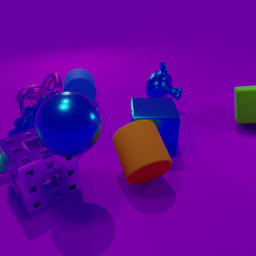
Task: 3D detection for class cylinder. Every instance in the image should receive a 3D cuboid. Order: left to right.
[{"bbox_3d":[-1.681,-1.392,9.758,1.090,1.090,1.090,-6,29,-9],"label":"cylinder"},{"bbox_3d":[0.309,0.556,6.370,1.084,1.084,1.084,-12,60,-19],"label":"cylinder"}]

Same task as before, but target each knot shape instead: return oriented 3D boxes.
[{"bbox_3d":[-2.794,-1.119,9.190,1.659,0.819,1.773,-35,7,18],"label":"knot shape"}]

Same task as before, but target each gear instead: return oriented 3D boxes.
[{"bbox_3d":[-2.325,-0.201,7.764,2.067,0.382,2.067,-19,40,17],"label":"gear"}]

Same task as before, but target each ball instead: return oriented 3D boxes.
[{"bbox_3d":[-1.106,-0.064,5.249,1.221,1.221,1.221,0,31,0],"label":"ball"}]

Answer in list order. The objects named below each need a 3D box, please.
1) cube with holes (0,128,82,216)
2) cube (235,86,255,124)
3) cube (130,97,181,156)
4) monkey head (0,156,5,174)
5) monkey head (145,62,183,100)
[{"bbox_3d":[-1.907,0.838,6.113,1.226,1.226,1.226,-22,38,-32],"label":"cube with holes"},{"bbox_3d":[3.817,-0.732,8.526,1.004,1.004,1.004,-2,13,18],"label":"cube"},{"bbox_3d":[0.680,-0.043,7.599,1.200,1.200,1.200,-1,31,-1],"label":"cube"},{"bbox_3d":[-3.329,0.850,6.112,1.226,1.704,1.027,6,5,-19],"label":"monkey head"},{"bbox_3d":[1.188,-1.354,9.496,1.159,1.612,0.971,32,19,36],"label":"monkey head"}]
